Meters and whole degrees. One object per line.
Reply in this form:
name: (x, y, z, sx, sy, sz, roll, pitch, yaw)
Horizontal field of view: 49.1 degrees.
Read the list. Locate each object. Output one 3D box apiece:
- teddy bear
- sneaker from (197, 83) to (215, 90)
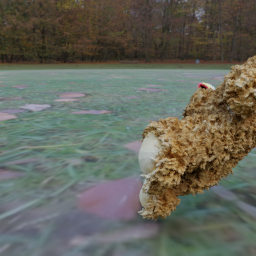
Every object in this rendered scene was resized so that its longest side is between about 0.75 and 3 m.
teddy bear: (1.082, 0.067, 3.018, 2.554, 1.851, 0.853, -22, 46, -36)
sneaker: (2.021, -0.581, 6.932, 0.508, 1.299, 0.586, -33, -31, 26)
